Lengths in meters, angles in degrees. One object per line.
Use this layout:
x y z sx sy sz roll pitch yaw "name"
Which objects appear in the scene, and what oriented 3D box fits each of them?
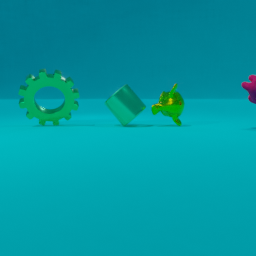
-0.083 -0.699 8.599 0.944 0.944 0.944 -40 4 3 "cylinder"
-2.360 -0.897 8.444 1.738 1.738 0.321 -2 32 -15 "gear"
3.687 -0.825 7.440 1.161 0.637 1.142 45 4 -31 "cow figurine"
1.232 -0.661 8.468 0.808 1.341 0.965 9 28 41 "monkey head"
